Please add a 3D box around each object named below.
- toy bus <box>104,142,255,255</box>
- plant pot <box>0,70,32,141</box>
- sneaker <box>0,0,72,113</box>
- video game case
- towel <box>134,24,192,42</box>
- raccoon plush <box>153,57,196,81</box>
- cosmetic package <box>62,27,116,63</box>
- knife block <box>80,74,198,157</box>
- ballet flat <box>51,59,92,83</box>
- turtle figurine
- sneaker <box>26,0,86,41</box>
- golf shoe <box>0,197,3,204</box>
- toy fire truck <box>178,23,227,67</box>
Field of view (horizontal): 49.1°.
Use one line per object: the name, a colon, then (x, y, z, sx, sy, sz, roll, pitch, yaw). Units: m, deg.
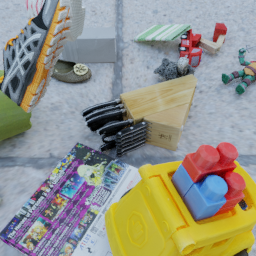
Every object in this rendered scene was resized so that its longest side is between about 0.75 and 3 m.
toy bus: (1.243, 1.267, 4.600, 2.635, 2.530, 1.788, -2, 43, -31)
plant pot: (-3.764, -0.441, 6.797, 2.460, 2.590, 2.590, -14, 48, -31)
sneaker: (-1.190, -0.956, 3.455, 0.623, 1.613, 0.631, 30, 23, -5)
video game case: (-0.803, 1.727, 5.827, 2.403, 0.475, 2.652, 22, 51, 17)
towel: (1.258, -3.544, 10.485, 1.847, 0.216, 1.409, 17, 46, 41)
raccoon plush: (1.357, -1.914, 8.430, 0.863, 1.783, 1.195, -42, 70, -16)
cosmetic package: (-1.343, -2.863, 9.709, 1.893, 1.011, 0.854, -2, 48, -4)
knife block: (0.310, -0.502, 7.564, 2.575, 0.938, 2.933, 17, 51, 13)
ballet flat: (-2.376, -2.054, 9.249, 2.478, 0.574, 0.835, 16, 49, 14)
turtle figurine: (3.920, -1.861, 8.867, 1.811, 0.912, 1.356, -38, 44, -12)
sneaker: (-1.390, -2.085, 5.038, 1.113, 0.801, 2.129, 13, 15, -9)
golf shoe: (-3.476, 1.374, 6.158, 1.442, 0.565, 0.701, 31, 60, 27)
toy fire truck: (2.713, -3.023, 10.126, 1.700, 0.588, 2.411, 7, 47, 7)
